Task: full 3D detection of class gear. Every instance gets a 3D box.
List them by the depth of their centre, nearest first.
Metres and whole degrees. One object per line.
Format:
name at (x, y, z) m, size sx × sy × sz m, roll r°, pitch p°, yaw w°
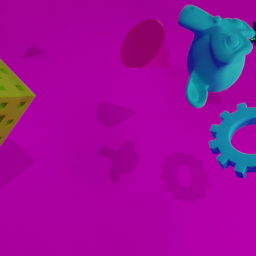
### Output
gear at (2.107, 0.183, 4.771) m, size 1.377 × 0.255 × 1.377 m, roll -15°, pitch 52°, yaw 19°

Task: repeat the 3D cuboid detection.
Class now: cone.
cone at (0.626, -1.593, 6.239) m, size 1.141 × 1.145 × 1.141 m, roll -16°, pitch 64°, yaw 36°

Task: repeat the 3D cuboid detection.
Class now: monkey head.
monkey head at (0.986, -0.980, 3.524) m, size 1.029 × 0.862 × 1.431 m, roll 28°, pitch 54°, yaw -2°

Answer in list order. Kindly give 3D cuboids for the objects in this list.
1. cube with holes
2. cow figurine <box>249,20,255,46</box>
cube with holes at (-2.352, -0.418, 4.061) m, size 1.125 × 1.125 × 1.125 m, roll 45°, pitch 19°, yaw 9°
cow figurine at (3.622, -2.390, 7.023) m, size 0.795 × 1.425 × 1.449 m, roll -8°, pitch 56°, yaw 6°
